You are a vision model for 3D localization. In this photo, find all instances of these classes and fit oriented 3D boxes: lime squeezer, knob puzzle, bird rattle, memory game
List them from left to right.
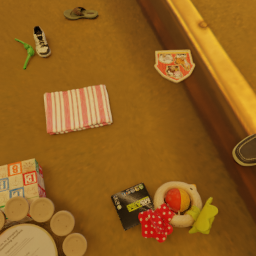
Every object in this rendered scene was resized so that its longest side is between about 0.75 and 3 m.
[{"bbox_3d":[-2.460,3.102,6.638,2.971,0.189,2.971,1,80,-5],"label":"memory game"},{"bbox_3d":[-3.773,-2.863,10.384,0.561,0.300,1.588,-34,64,17],"label":"lime squeezer"},{"bbox_3d":[1.680,-2.258,10.026,1.627,0.226,1.627,0,62,0],"label":"knob puzzle"},{"bbox_3d":[1.267,2.168,7.381,1.982,1.116,1.616,-5,44,4],"label":"bird rattle"}]

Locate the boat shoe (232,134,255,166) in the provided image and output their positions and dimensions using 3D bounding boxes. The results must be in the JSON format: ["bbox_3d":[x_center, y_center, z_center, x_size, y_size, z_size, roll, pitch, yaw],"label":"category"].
[{"bbox_3d":[4.299,0.323,8.273,2.534,0.833,0.905,-19,63,-10],"label":"boat shoe"}]

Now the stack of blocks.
[{"bbox_3d":[-3.580,1.898,7.462,2.558,0.749,1.473,-13,62,-7],"label":"stack of blocks"}]

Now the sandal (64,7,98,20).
[{"bbox_3d":[-1.897,-4.665,11.236,1.375,0.392,0.546,-3,62,-2],"label":"sandal"}]

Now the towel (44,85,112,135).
[{"bbox_3d":[-1.632,-0.642,9.101,2.097,0.314,1.534,-10,63,-6],"label":"towel"}]

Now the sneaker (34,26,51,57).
[{"bbox_3d":[-3.248,-3.206,10.345,0.499,0.578,1.319,-21,65,-13],"label":"sneaker"}]

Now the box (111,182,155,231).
[{"bbox_3d":[0.168,2.124,7.637,1.017,0.242,0.982,-20,61,-10],"label":"box"}]
